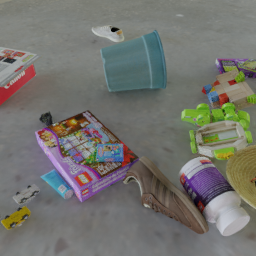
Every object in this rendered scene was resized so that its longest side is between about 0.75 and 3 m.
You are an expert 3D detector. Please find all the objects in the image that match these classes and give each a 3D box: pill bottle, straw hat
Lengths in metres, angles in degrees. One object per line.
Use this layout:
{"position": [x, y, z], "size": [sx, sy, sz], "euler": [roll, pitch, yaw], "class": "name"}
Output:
{"position": [2.188, 1.732, 7.207], "size": [1.047, 1.047, 1.878], "euler": [-15, 43, -16], "class": "pill bottle"}
{"position": [3.799, 1.674, 7.122], "size": [2.758, 1.167, 2.758], "euler": [-6, 32, 3], "class": "straw hat"}

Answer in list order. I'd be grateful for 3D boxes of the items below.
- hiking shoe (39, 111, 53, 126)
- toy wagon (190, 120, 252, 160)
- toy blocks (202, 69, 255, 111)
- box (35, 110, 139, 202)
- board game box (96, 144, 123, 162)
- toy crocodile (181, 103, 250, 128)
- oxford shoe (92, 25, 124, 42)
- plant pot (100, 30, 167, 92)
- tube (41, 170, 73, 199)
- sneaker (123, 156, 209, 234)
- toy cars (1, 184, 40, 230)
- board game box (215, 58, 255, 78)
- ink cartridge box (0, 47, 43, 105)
{"position": [-2.989, -0.276, 10.176], "size": [0.430, 0.323, 0.854], "euler": [-16, 33, -6], "class": "hiking shoe"}
{"position": [2.848, 0.416, 8.653], "size": [1.775, 0.453, 2.288], "euler": [-12, 24, 16], "class": "toy wagon"}
{"position": [3.799, -1.358, 10.862], "size": [1.525, 1.115, 2.231], "euler": [-19, 43, 9], "class": "toy blocks"}
{"position": [-1.330, 0.690, 8.771], "size": [2.026, 0.579, 2.961], "euler": [-26, 47, -27], "class": "box"}
{"position": [-0.524, 0.715, 8.152], "size": [0.777, 0.175, 0.591], "euler": [0, 39, -2], "class": "board game box"}
{"position": [3.123, -0.372, 10.018], "size": [2.404, 0.742, 0.811], "euler": [0, 40, 6], "class": "toy crocodile"}
{"position": [-1.153, -5.583, 16.075], "size": [2.380, 0.687, 0.895], "euler": [30, 52, 33], "class": "oxford shoe"}
{"position": [0.182, -2.573, 11.454], "size": [2.342, 2.391, 2.391], "euler": [-10, 41, -1], "class": "plant pot"}
{"position": [-2.017, 1.577, 8.007], "size": [0.457, 0.298, 1.181], "euler": [-24, 40, -36], "class": "tube"}
{"position": [0.916, 1.903, 7.353], "size": [0.987, 0.920, 2.612], "euler": [-41, 53, -6], "class": "sneaker"}
{"position": [-2.782, 2.090, 7.377], "size": [0.635, 0.313, 1.416], "euler": [3, 37, 2], "class": "toy cars"}
{"position": [5.426, -2.816, 13.111], "size": [2.335, 0.377, 1.401], "euler": [1, 45, 1], "class": "board game box"}
{"position": [-5.202, -2.127, 11.611], "size": [2.478, 1.184, 2.823], "euler": [13, 42, 14], "class": "ink cartridge box"}
